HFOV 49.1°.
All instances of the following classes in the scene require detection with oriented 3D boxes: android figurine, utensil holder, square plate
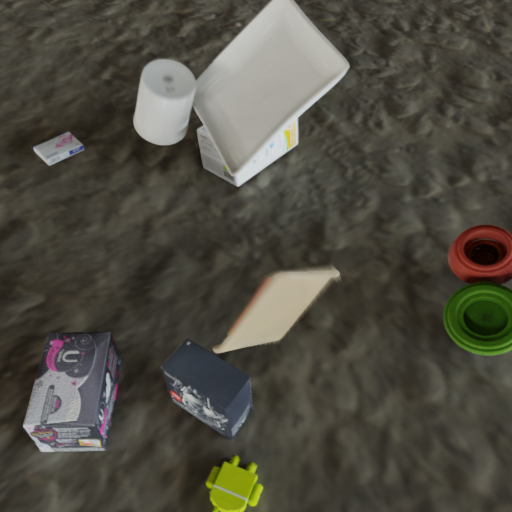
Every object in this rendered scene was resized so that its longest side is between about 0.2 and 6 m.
[{"bbox_3d":[-0.299,3.030,7.330,0.718,0.162,0.789,16,49,14],"label":"android figurine"},{"bbox_3d":[-1.825,-3.061,11.168,1.124,1.322,1.124,7,61,-13],"label":"utensil holder"},{"bbox_3d":[0.119,-3.229,10.542,2.800,0.398,2.773,-41,53,19],"label":"square plate"}]

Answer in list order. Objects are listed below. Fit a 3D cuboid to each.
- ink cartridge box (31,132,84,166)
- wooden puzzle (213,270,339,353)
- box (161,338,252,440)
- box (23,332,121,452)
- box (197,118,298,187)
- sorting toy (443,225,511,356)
[{"bbox_3d":[-4.387,-2.416,12.300,0.857,0.189,0.872,-34,57,-26],"label":"ink cartridge box"},{"bbox_3d":[0.270,0.711,7.761,1.489,1.610,0.300,1,45,-55],"label":"wooden puzzle"},{"bbox_3d":[-0.668,1.860,7.803,1.119,1.019,0.583,27,55,23],"label":"box"},{"bbox_3d":[-2.547,1.887,7.905,0.974,0.845,1.473,-1,48,-1],"label":"box"},{"bbox_3d":[-0.133,-2.492,11.735,1.087,0.979,1.932,33,57,32],"label":"box"},{"bbox_3d":[3.861,0.660,9.122,1.452,0.992,2.416,2,58,22],"label":"sorting toy"}]
